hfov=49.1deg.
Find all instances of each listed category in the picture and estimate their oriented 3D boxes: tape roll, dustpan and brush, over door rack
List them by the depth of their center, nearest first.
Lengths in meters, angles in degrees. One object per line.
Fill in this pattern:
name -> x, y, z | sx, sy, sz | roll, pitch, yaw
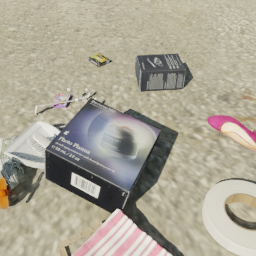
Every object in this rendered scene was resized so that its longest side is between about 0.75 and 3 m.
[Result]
tape roll -> 3.212, 2.400, 7.681 | 2.284, 0.417, 2.284 | 0, 38, 0
dustpan and brush -> -2.319, 0.830, 9.157 | 2.728, 0.781, 1.904 | 37, 38, -5
over door rack -> -2.255, -0.736, 10.964 | 2.429, 0.809, 1.795 | -22, 46, -22

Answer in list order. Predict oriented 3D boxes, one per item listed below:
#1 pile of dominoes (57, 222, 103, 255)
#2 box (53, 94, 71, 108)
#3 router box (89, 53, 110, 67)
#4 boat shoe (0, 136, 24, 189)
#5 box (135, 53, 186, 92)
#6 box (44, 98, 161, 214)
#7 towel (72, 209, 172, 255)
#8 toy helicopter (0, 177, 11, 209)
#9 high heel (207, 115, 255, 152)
pile of dominoes -> -0.996, 3.163, 7.187 | 1.386, 0.221, 1.080 | -23, 51, -13
box -> -2.791, -1.156, 11.896 | 0.540, 0.154, 0.789 | 5, 42, 5
router box -> -1.493, -3.497, 14.415 | 0.699, 0.232, 0.889 | -31, 50, -29
boat shoe -> -3.768, 1.009, 9.051 | 0.713, 0.819, 2.223 | -19, 39, -14
box -> 1.416, -2.541, 12.737 | 2.044, 1.066, 1.513 | -3, 42, -4
box -> -0.723, 0.752, 8.393 | 2.537, 1.564, 2.517 | 25, 46, 7
towel -> 0.072, 3.281, 6.651 | 2.429, 0.363, 1.778 | 35, 53, 23
toy helicopter -> -3.722, 1.577, 7.766 | 1.095, 1.656, 0.653 | 17, 41, 43
high heel -> 3.807, 0.211, 9.999 | 2.102, 0.708, 1.008 | 27, 37, 9
